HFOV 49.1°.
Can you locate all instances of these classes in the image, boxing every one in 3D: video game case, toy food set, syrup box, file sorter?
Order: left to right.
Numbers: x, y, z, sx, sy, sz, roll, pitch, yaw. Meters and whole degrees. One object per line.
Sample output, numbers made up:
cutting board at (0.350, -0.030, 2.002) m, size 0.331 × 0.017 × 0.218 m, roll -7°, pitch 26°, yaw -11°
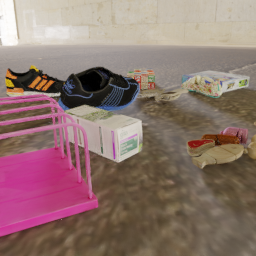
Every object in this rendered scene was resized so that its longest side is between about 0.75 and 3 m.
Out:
file sorter at (-1.553, 0.318, 4.297) m, size 1.464 × 1.321 × 2.107 m, roll -10°, pitch 22°, yaw -26°
syrup box at (-0.585, 0.057, 5.901) m, size 1.777 × 0.723 × 0.700 m, roll 18°, pitch 29°, yaw 40°
video game case at (3.749, -2.045, 12.118) m, size 1.916 × 0.480 × 2.114 m, roll -14°, pitch 24°, yaw -34°
toy food set at (2.112, 0.358, 5.754) m, size 2.111 × 0.332 × 1.342 m, roll -12°, pitch 22°, yaw -11°

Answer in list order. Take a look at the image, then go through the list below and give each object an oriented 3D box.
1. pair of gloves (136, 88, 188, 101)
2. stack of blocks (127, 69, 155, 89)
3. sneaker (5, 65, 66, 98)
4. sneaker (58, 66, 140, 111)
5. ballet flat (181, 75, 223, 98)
pair of gloves at (1.158, -1.167, 9.898) m, size 1.605 × 0.281 × 1.365 m, roll 7°, pitch 20°, yaw 38°
stack of blocks at (0.559, -2.215, 12.437) m, size 1.152 × 0.586 × 2.000 m, roll 1°, pitch 20°, yaw 2°
sneaker at (-3.192, -1.745, 10.316) m, size 2.519 × 1.133 × 0.881 m, roll -5°, pitch 20°, yaw -14°
sneaker at (-0.573, -1.167, 7.976) m, size 2.996 × 1.167 × 1.051 m, roll -24°, pitch 66°, yaw -45°
ballet flat at (2.869, -1.703, 10.914) m, size 0.787 × 0.665 × 2.080 m, roll -14°, pitch 23°, yaw -28°
